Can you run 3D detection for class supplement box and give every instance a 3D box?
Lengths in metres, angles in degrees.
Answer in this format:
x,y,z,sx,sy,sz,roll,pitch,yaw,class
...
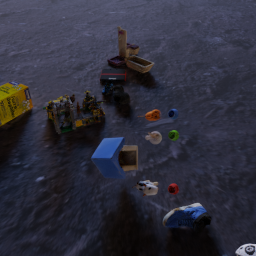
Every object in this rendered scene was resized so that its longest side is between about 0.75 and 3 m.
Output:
x,y,z,sx,sy,sz,roll,pitch,yaw,class
-4.716,-0.931,10.682,0.987,0.981,1.802,22,42,26,supplement box

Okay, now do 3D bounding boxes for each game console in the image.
x,y,z,sx,sy,sz,roll,pitch,yaw,class
-0.715,-2.539,13.536,1.235,0.192,1.092,1,41,1,game console

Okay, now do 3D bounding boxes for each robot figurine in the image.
x,y,z,sx,sy,sz,roll,pitch,yaw,class
2.236,2.970,5.181,1.198,0.995,1.595,17,69,54,robot figurine

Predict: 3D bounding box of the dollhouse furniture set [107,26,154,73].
x,y,z,sx,sy,sz,roll,pitch,yaw,class
0.490,-4.176,14.287,2.607,1.850,2.066,31,47,34,dollhouse furniture set

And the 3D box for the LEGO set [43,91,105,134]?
x,y,z,sx,sy,sz,roll,pitch,yaw,class
-2.010,-0.883,10.335,2.275,1.318,1.750,-9,38,-12,LEGO set

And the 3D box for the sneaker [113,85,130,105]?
x,y,z,sx,sy,sz,roll,pitch,yaw,class
-0.387,-1.404,11.769,0.588,0.492,1.296,-20,39,-16,sneaker

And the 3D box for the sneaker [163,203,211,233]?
x,y,z,sx,sy,sz,roll,pitch,yaw,class
1.484,2.282,6.835,1.180,0.453,0.656,-9,29,-23,sneaker

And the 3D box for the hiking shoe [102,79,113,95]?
x,y,z,sx,sy,sz,roll,pitch,yaw,class
-0.925,-1.777,12.292,0.350,0.408,0.942,10,38,13,hiking shoe

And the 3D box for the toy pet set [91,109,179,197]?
x,y,z,sx,sy,sz,roll,pitch,yaw,class
0.157,0.632,7.404,2.078,2.225,1.182,-4,-5,40,toy pet set
